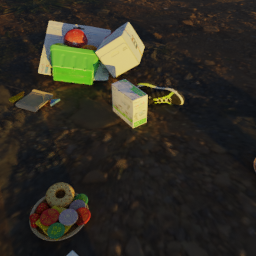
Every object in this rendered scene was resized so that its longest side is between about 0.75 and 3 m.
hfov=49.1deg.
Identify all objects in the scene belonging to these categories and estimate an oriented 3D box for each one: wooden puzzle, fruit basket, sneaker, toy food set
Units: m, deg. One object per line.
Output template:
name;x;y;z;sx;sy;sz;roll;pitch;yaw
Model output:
wooden puzzle;-3.463;-1.007;10.380;1.697;0.198;1.145;20;47;24
fruit basket;-2.091;-3.150;11.500;2.692;1.362;2.906;5;54;-9
sneaker;1.067;-1.088;10.247;1.966;0.705;0.814;21;64;26
toy food set;-1.582;1.969;6.543;1.387;0.341;1.401;24;44;27

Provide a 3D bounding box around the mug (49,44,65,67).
mug;-2.895;-3.476;12.594;1.388;1.354;1.691;-1;45;-13

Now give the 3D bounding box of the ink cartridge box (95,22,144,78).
ink cartridge box;-0.266;-3.057;10.933;1.260;1.254;1.734;-24;28;27

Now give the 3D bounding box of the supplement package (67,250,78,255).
supplement package;-0.908;3.090;4.671;1.275;0.937;1.219;28;47;30

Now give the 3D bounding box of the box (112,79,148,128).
box;0.024;-0.833;9.395;0.616;1.124;1.274;-24;44;-26

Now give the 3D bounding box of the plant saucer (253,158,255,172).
plant saucer;4.123;1.228;7.542;1.464;0.252;1.464;1;39;-1
